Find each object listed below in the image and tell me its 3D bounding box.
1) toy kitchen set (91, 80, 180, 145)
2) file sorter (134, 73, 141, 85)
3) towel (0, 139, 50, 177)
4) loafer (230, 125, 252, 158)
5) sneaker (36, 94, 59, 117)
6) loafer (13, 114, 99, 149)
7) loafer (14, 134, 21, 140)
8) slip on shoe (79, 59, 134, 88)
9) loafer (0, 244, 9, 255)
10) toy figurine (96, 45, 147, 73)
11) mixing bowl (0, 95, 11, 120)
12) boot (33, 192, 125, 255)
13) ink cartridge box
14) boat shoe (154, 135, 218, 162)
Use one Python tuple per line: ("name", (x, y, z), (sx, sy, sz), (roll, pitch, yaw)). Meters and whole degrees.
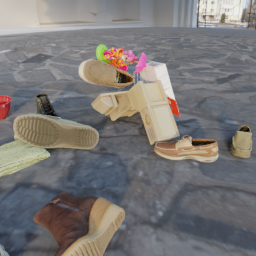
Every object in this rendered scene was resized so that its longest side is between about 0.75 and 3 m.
("toy kitchen set", (0.059, -0.239, 10.684), (2.098, 2.320, 2.571), (-11, -13, -33))
("file sorter", (1.168, -2.884, 16.021), (1.050, 1.170, 1.686), (10, 27, 27))
("towel", (-3.764, 0.901, 9.015), (2.111, 0.385, 1.566), (-22, 32, -37))
("loafer", (3.941, 0.433, 9.730), (0.679, 0.602, 1.787), (8, 27, 16))
("sneaker", (-3.311, -0.657, 11.425), (0.771, 1.095, 2.061), (-18, 31, -33))
("loafer", (-2.458, 0.163, 9.697), (2.828, 1.070, 0.966), (13, 4, -16))
("loafer", (-4.021, 0.366, 10.272), (0.266, 0.295, 0.779), (-11, 19, -20))
("slip on shoe", (-0.752, -1.994, 10.596), (0.732, 0.919, 2.416), (7, -3, 41))
("loafer", (-3.034, 2.367, 5.638), (1.907, 0.665, 0.667), (14, 29, 27))
("toy figurine", (-0.099, -2.727, 11.138), (1.669, 1.814, 1.362), (1, 63, 38))
("mixing bowl", (-5.741, -0.791, 12.042), (1.495, 0.810, 1.495), (1, 25, 0))
("boot", (-1.377, 2.269, 6.008), (1.932, 0.840, 2.322), (3, 24, 32))
("ink cartridge box", (1.251, -1.615, 11.746), (0.666, 2.335, 1.898), (-21, 23, -13))
("boat shoe", (1.912, 0.587, 9.233), (2.102, 0.755, 0.796), (3, 26, 6))
